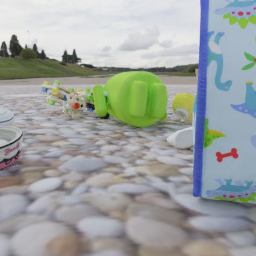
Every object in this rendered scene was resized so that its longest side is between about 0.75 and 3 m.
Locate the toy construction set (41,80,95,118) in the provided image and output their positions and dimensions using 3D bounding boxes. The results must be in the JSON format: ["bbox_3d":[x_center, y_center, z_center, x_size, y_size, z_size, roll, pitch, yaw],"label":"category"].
[{"bbox_3d":[-2.280,-1.199,11.235,1.817,1.277,2.772,22,4,-37],"label":"toy construction set"}]

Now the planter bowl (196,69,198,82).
[{"bbox_3d":[4.444,-1.768,12.746,2.735,1.841,2.735,-1,10,0],"label":"planter bowl"}]

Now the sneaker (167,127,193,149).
[{"bbox_3d":[1.553,0.154,6.290,1.426,0.537,0.631,-5,0,-18],"label":"sneaker"}]

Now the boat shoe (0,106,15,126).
[{"bbox_3d":[-4.229,-0.765,6.680,3.013,1.284,1.113,10,23,-26],"label":"boat shoe"}]

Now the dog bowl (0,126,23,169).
[{"bbox_3d":[-2.381,0.358,4.830,1.157,0.426,1.157,-3,22,1],"label":"dog bowl"}]

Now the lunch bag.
[{"bbox_3d":[1.978,-0.446,3.577,2.228,2.620,1.670,2,11,13],"label":"lunch bag"}]

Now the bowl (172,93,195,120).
[{"bbox_3d":[1.810,-0.579,9.012,1.003,1.003,0.540,9,48,39],"label":"bowl"}]

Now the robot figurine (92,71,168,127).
[{"bbox_3d":[0.158,-0.965,8.957,2.501,1.649,2.851,0,10,-23],"label":"robot figurine"}]

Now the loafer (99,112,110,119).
[{"bbox_3d":[-0.881,-0.684,10.574,0.488,0.505,1.439,-1,11,-4],"label":"loafer"}]
